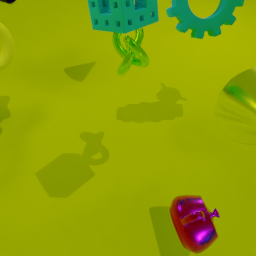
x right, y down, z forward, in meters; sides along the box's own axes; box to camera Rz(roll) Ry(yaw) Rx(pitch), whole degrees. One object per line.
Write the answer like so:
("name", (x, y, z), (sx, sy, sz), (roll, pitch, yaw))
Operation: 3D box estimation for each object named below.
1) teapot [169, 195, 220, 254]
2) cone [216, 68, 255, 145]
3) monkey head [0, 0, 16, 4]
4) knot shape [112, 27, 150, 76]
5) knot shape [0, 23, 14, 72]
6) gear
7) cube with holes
("teapot", (0.967, 1.290, 3.900), (0.619, 1.265, 0.787), (-23, 63, 8))
("cone", (2.284, -0.123, 4.435), (1.467, 1.467, 1.472), (5, 20, 4))
("monkey head", (-2.876, -3.669, 6.723), (1.624, 0.978, 1.168), (-11, 51, 19))
("knot shape", (0.025, -1.737, 6.540), (0.584, 1.182, 1.263), (-7, 54, -22))
("knot shape", (-3.628, -1.743, 6.265), (1.926, 0.890, 1.802), (17, 52, -25))
("gear", (1.909, -3.259, 6.967), (1.946, 1.946, 0.360), (-9, 22, -7))
("cube with holes", (-0.102, -2.313, 5.060), (0.899, 0.899, 0.899), (-33, 39, -33))
